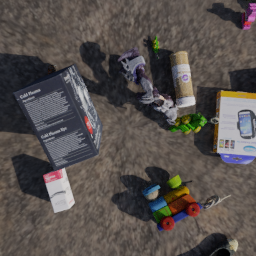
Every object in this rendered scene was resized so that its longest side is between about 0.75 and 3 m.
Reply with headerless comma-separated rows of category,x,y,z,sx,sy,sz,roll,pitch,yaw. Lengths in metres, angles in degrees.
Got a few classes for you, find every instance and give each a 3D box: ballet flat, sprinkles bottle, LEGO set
ballet flat,2.798,4.203,8.885,1.803,0.512,0.599,-39,88,-2
sprinkles bottle,1.765,-1.583,9.155,0.598,0.598,1.754,-8,86,0
LEGO set,4.373,-4.674,9.083,0.986,1.061,2.586,-1,87,-1

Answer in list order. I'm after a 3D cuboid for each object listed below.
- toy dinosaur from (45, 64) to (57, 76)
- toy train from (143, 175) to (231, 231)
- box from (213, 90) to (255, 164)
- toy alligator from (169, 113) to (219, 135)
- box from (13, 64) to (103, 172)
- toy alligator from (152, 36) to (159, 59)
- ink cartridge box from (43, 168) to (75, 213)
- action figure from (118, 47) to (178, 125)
toy dinosaur,-2.393,-1.463,9.230,0.870,0.655,1.282,-3,101,22
toy train,1.768,2.087,8.838,2.444,1.035,1.414,-28,74,-1
box,3.564,-0.012,9.151,1.370,0.477,2.302,5,89,0
toy alligator,2.036,-0.240,8.614,0.585,1.974,0.536,39,61,-23
box,-1.728,-0.432,7.812,1.268,2.436,2.218,-22,108,5
toy alligator,0.906,-2.688,9.417,0.213,0.233,0.785,-6,87,41
ink cartridge box,-2.155,1.934,8.821,0.510,0.876,1.210,-18,88,0
action figure,0.673,-1.151,8.646,0.915,1.717,2.639,-36,74,6
